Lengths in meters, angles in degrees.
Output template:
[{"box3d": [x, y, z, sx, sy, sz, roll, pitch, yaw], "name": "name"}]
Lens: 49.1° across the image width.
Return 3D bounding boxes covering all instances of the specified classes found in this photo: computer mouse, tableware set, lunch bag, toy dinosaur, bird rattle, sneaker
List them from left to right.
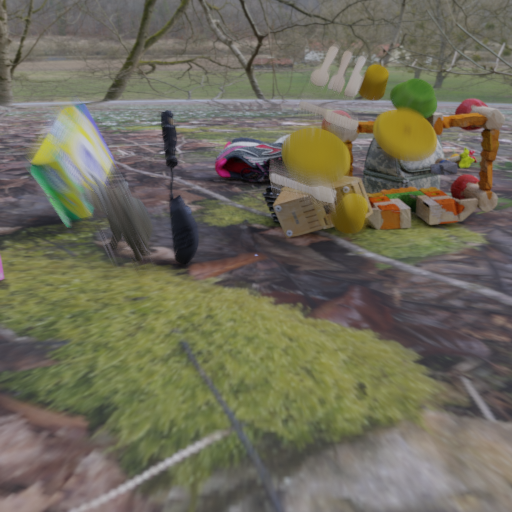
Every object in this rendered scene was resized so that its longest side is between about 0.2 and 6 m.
[{"box3d": [-1.584, -0.429, 7.194, 0.648, 0.861, 1.684, -7, -16, 15], "name": "toy dinosaur"}, {"box3d": [-1.181, -1.031, 8.761, 0.414, 2.432, 0.713, -6, 22, -9], "name": "computer mouse"}, {"box3d": [0.429, -2.467, 15.087, 3.165, 1.276, 1.182, 0, 34, 22], "name": "sneaker"}, {"box3d": [1.850, -2.033, 9.788, 2.498, 0.569, 3.708, 21, 59, 3], "name": "tableware set"}, {"box3d": [3.572, -2.245, 13.572, 1.928, 1.617, 1.343, -14, 23, -34], "name": "lunch bag"}, {"box3d": [6.439, -3.105, 17.696, 0.930, 0.643, 1.141, -10, 11, 24], "name": "bird rattle"}]

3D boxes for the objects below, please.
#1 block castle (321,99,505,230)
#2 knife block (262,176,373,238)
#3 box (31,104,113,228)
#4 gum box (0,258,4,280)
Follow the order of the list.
[{"box3d": [3.117, -1.902, 11.456, 3.411, 2.280, 1.600, -6, 20, -2], "name": "block castle"}, {"box3d": [1.182, -1.208, 11.018, 2.294, 0.734, 2.014, -14, 24, 26], "name": "knife block"}, {"box3d": [-3.580, -1.790, 11.012, 0.583, 1.414, 2.410, -10, 41, 13], "name": "box"}, {"box3d": [-4.551, -0.019, 8.440, 1.453, 0.825, 0.481, 5, 20, 14], "name": "gum box"}]
